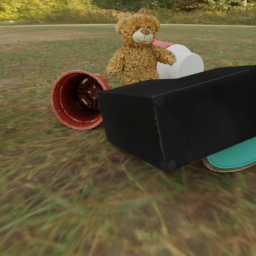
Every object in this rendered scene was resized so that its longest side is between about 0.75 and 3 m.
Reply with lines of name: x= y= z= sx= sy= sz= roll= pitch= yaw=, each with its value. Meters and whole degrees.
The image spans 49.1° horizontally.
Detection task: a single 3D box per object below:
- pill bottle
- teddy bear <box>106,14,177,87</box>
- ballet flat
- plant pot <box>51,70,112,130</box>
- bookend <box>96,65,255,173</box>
pill bottle: x=1.434 y=-2.469 z=10.861 sx=1.648 sy=1.648 sz=2.936 roll=-14 pitch=28 yaw=-28
teddy bear: x=0.336 y=-1.756 z=7.809 sx=1.906 sy=2.629 sz=0.878 roll=18 pitch=23 yaw=-1
ballet flat: x=2.652 y=0.143 z=5.811 sx=2.709 sy=0.922 sz=0.911 roll=-26 pitch=-9 yaw=-6
plant pot: x=-1.104 y=-0.881 z=7.719 sx=1.521 sy=1.521 sz=1.479 roll=4 pitch=16 yaw=9
bookend: x=1.080 y=-0.433 z=5.767 sx=2.665 sy=1.235 sz=2.682 roll=-18 pitch=15 yaw=-22
